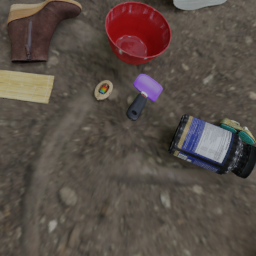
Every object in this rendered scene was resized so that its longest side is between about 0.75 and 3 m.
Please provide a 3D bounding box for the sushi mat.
[{"bbox_3d":[-3.528,-1.385,9.252,2.107,0.128,1.008,8,68,3],"label":"sushi mat"}]

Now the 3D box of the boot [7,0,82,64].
[{"bbox_3d":[-2.844,-3.317,9.801,2.615,0.946,2.175,-6,80,-4],"label":"boot"}]

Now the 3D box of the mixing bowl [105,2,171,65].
[{"bbox_3d":[0.230,-2.910,9.222,2.128,1.153,2.128,4,69,-12],"label":"mixing bowl"}]

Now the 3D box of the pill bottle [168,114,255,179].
[{"bbox_3d":[2.363,0.556,7.863,2.215,1.239,1.239,23,70,8],"label":"pill bottle"}]

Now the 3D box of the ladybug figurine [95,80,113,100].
[{"bbox_3d":[-0.791,-1.198,9.097,0.516,0.273,0.760,30,71,12],"label":"ladybug figurine"}]

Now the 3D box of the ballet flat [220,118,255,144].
[{"bbox_3d":[3.385,0.057,8.540,1.173,0.415,0.415,31,71,14],"label":"ballet flat"}]

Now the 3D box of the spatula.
[{"bbox_3d":[0.357,-0.784,6.908,0.800,2.832,0.291,38,115,-4],"label":"spatula"}]

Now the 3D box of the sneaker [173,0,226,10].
[{"bbox_3d":[2.562,-5.179,10.514,2.146,0.791,1.240,-9,64,-12],"label":"sneaker"}]
